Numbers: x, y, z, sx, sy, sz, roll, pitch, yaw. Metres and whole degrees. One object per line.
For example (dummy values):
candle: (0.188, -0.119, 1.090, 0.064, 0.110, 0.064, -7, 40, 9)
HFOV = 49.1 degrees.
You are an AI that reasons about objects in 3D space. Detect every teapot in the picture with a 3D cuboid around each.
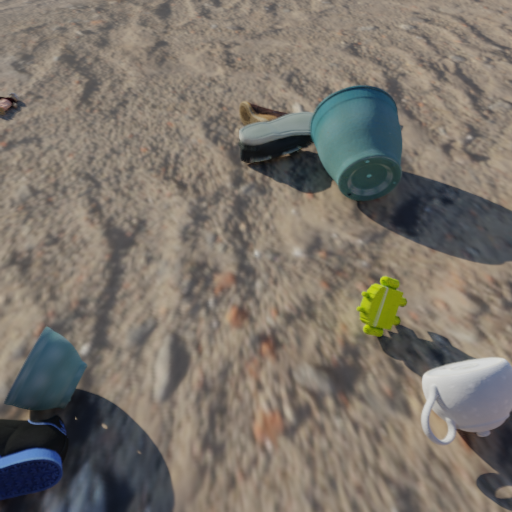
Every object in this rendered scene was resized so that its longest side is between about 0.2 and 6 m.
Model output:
teapot: (3.079, 2.077, 7.999, 1.382, 1.010, 1.365, -15, -7, 19)

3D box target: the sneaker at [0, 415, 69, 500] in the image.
sneaker: (-3.741, 2.716, 7.423, 2.434, 0.853, 0.948, -5, 28, -9)

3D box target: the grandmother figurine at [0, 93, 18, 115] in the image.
grandmother figurine: (-7.586, -4.643, 16.984, 0.687, 0.343, 1.133, 28, 36, -9)

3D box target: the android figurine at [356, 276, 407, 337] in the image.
android figurine: (2.112, 0.862, 9.466, 1.139, 1.037, 0.234, 14, 5, -41)

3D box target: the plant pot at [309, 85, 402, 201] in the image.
plant pot: (2.432, -2.440, 12.979, 2.138, 2.138, 2.009, -3, 54, -4)

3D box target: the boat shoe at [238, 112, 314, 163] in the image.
boat shoe: (0.782, -3.075, 14.572, 2.740, 0.827, 1.036, -13, 45, -19)

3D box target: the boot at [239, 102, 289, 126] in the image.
boot: (0.430, -3.942, 16.033, 1.442, 0.627, 1.733, -8, 36, -29)

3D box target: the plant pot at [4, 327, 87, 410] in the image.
plant pot: (-3.057, 1.786, 8.349, 0.819, 1.222, 1.222, 29, 37, -13)
